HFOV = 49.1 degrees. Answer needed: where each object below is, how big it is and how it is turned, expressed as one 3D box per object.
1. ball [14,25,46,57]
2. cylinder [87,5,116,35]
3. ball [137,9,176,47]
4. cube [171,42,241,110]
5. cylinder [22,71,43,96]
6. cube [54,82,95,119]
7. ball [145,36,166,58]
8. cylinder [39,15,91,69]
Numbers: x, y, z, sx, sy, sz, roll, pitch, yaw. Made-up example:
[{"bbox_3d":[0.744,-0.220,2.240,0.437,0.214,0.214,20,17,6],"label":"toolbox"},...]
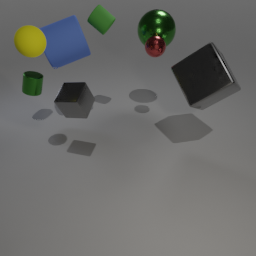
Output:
[{"bbox_3d":[-2.223,-1.966,6.377,0.700,0.700,0.700,0,32,0],"label":"ball"},{"bbox_3d":[-0.896,-3.647,9.455,0.700,0.700,0.700,38,32,-11],"label":"cylinder"},{"bbox_3d":[1.044,-3.583,10.240,1.400,1.400,1.400,0,32,0],"label":"ball"},{"bbox_3d":[2.414,-1.518,8.621,1.400,1.400,1.400,-30,-14,26],"label":"cube"},{"bbox_3d":[-3.487,-1.628,10.243,0.700,0.700,0.700,13,29,-7],"label":"cylinder"},{"bbox_3d":[-1.412,-0.739,7.502,0.700,0.700,0.700,3,56,23],"label":"cube"},{"bbox_3d":[0.908,-2.701,9.296,0.700,0.700,0.700,0,32,0],"label":"ball"},{"bbox_3d":[-2.177,-2.930,9.596,1.400,1.400,1.400,-23,34,-3],"label":"cylinder"}]
